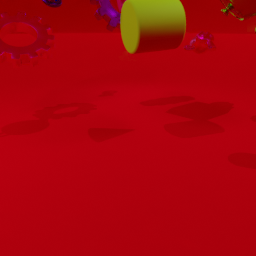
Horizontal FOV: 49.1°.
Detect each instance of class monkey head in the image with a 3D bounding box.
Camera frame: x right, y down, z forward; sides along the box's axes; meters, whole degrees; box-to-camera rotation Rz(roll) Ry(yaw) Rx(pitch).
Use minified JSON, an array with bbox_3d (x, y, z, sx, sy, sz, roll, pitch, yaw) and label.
[{"bbox_3d":[2.415,-2.607,8.945,1.177,0.709,0.847,-6,59,-27],"label":"monkey head"}]

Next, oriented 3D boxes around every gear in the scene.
[{"bbox_3d":[-0.130,-4.028,8.785,2.070,2.070,0.383,-7,4,-18],"label":"gear"},{"bbox_3d":[-3.189,-2.615,8.222,1.976,0.365,1.976,7,57,-11],"label":"gear"}]

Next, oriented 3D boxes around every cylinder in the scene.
[{"bbox_3d":[0.542,-2.337,6.403,1.145,1.145,1.145,-12,23,-17],"label":"cylinder"}]

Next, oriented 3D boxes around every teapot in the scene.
[{"bbox_3d":[2.724,-3.072,6.689,2.055,1.006,1.278,43,19,-9],"label":"teapot"}]

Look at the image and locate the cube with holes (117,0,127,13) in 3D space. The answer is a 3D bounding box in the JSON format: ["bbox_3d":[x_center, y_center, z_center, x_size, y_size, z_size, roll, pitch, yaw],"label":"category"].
[{"bbox_3d":[0.539,-3.969,7.366,1.352,1.352,1.352,-18,9,-36],"label":"cube with holes"}]

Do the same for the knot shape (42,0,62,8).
[{"bbox_3d":[-2.648,-4.750,9.629,0.521,1.056,1.129,-8,40,18],"label":"knot shape"}]
